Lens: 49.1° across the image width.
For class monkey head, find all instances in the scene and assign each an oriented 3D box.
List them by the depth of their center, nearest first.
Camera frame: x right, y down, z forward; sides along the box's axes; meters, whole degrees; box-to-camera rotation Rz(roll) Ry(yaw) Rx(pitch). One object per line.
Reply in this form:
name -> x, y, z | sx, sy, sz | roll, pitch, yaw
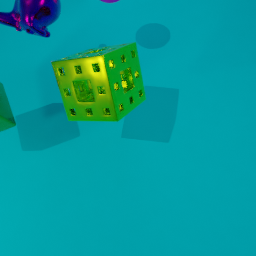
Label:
monkey head -> -2.114, -2.582, 5.936 | 1.317, 1.831, 1.103 | 12, 105, -5

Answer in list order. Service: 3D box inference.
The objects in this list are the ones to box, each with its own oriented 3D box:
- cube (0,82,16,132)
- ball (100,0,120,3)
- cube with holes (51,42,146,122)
cube -> -3.253, -0.458, 5.894 | 1.124, 1.124, 1.124 | -22, 78, -3
ball -> -0.437, -3.476, 6.542 | 1.022, 1.022, 1.022 | 0, 68, 0
cube with holes -> -0.528, -0.928, 5.642 | 1.217, 1.217, 1.217 | 2, 26, 31
